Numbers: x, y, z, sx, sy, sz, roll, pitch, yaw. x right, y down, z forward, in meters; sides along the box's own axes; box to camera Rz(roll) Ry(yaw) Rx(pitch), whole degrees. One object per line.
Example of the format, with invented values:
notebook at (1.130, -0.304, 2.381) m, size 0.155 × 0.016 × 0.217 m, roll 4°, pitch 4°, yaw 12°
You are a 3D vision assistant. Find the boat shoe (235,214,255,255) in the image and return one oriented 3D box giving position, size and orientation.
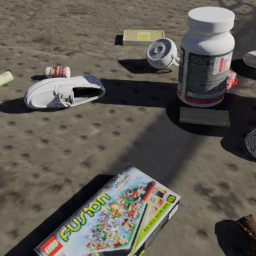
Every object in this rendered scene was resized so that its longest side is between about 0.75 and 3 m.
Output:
boat shoe at (2.682, 2.387, 5.753) m, size 0.437 × 0.437 × 1.242 m, roll -21°, pitch 39°, yaw -2°

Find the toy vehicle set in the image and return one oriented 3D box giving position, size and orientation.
toy vehicle set at (0.755, -4.296, 13.342) m, size 1.950 × 0.258 × 1.211 m, roll 2°, pitch 42°, yaw 3°

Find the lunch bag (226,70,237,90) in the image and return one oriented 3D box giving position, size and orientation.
lunch bag at (3.634, -1.832, 10.474) m, size 0.864 × 0.402 × 0.981 m, roll 23°, pitch 47°, yaw 24°

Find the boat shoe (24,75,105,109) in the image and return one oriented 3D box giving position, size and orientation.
boat shoe at (-2.040, -1.146, 9.286) m, size 2.652 × 0.976 × 0.867 m, roll -20°, pitch 42°, yaw -20°

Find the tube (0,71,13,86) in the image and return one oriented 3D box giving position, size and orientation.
tube at (-4.970, -1.625, 10.329) m, size 1.436 × 0.417 × 0.373 m, roll -38°, pitch 91°, yaw -31°

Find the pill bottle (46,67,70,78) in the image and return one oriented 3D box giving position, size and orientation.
pill bottle at (-2.682, -2.106, 10.725) m, size 0.835 × 0.477 × 0.477 m, roll 2°, pitch 42°, yaw 2°

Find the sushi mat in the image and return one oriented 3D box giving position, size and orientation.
sushi mat at (2.486, -0.377, 9.081) m, size 1.610 × 0.097 × 0.770 m, roll 6°, pitch 41°, yaw 7°

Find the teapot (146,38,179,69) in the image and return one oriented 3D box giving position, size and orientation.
teapot at (1.445, -2.870, 11.275) m, size 1.310 × 0.969 × 1.327 m, roll -20°, pitch 57°, yaw 21°

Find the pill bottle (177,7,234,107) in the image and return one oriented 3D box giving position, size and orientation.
pill bottle at (2.490, -2.237, 9.057) m, size 1.639 × 2.829 × 1.639 m, roll -2°, pitch 40°, yaw 2°

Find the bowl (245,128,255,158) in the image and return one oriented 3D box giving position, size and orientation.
bowl at (4.213, 0.283, 7.857) m, size 1.585 × 0.744 × 1.585 m, roll -1°, pitch 41°, yaw 1°

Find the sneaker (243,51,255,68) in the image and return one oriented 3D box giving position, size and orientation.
sneaker at (5.633, -2.636, 11.137) m, size 0.805 × 0.726 × 1.964 m, roll -26°, pitch 48°, yaw -20°

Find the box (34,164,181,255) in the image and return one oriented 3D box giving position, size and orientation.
box at (-0.317, 2.122, 5.971) m, size 1.576 × 0.497 × 2.863 m, roll 29°, pitch 49°, yaw 28°
